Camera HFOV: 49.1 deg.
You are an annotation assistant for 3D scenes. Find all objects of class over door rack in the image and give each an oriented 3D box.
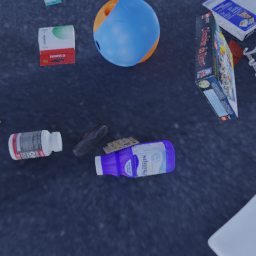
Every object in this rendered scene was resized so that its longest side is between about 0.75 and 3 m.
[{"bbox_3d":[6.223,-3.052,12.118,1.985,0.661,1.466,-10,62,-6],"label":"over door rack"}]

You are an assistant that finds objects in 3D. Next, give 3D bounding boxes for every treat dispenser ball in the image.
[{"bbox_3d":[-0.059,-3.903,11.428,2.698,2.698,2.698,0,60,0],"label":"treat dispenser ball"}]

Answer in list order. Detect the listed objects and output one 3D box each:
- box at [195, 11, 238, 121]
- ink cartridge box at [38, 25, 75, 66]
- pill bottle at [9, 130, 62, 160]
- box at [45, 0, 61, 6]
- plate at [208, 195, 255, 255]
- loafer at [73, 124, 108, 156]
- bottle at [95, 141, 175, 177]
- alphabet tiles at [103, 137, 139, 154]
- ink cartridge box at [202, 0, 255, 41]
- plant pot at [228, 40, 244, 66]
[{"bbox_3d":[2.353,-1.663,7.471,0.467,1.693,2.479,-16,48,33],"label":"box"},{"bbox_3d":[-3.218,-3.752,12.637,1.591,0.495,1.977,-6,59,-3],"label":"ink cartridge box"},{"bbox_3d":[-3.216,0.568,9.867,1.654,0.916,0.916,-7,60,-4],"label":"pill bottle"},{"bbox_3d":[-3.861,-6.541,14.385,0.801,0.197,0.330,-18,62,-10],"label":"box"},{"bbox_3d":[4.395,3.674,8.333,2.994,0.484,2.987,-35,65,-18],"label":"plate"},{"bbox_3d":[-1.431,0.414,10.253,0.502,0.573,1.595,27,56,36],"label":"loafer"},{"bbox_3d":[0.234,1.100,9.453,2.628,1.098,0.858,-7,26,-5],"label":"bottle"},{"bbox_3d":[-0.310,0.571,9.782,1.121,1.342,0.051,-18,100,-9],"label":"alphabet tiles"},{"bbox_3d":[5.464,-5.755,13.718,2.706,0.643,2.738,-36,64,-17],"label":"ink cartridge box"},{"bbox_3d":[4.491,-3.160,12.144,0.711,0.806,0.807,32,64,5],"label":"plant pot"}]
